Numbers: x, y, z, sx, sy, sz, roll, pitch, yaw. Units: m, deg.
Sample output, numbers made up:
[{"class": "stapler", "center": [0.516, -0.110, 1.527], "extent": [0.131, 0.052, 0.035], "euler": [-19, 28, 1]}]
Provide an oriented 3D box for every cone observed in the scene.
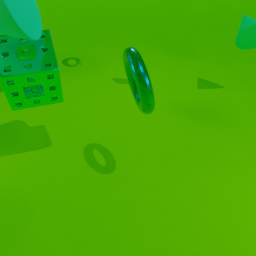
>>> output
[{"class": "cone", "center": [-2.580, -2.094, 5.021], "extent": [1.476, 1.470, 1.470], "euler": [-15, 31, 8]}, {"class": "cone", "center": [4.010, -3.417, 9.347], "extent": [1.110, 1.110, 1.114], "euler": [-3, 61, -4]}]

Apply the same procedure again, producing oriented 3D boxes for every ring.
[{"class": "ring", "center": [0.189, -0.843, 5.058], "extent": [0.249, 1.247, 1.247], "euler": [-18, 34, -3]}]

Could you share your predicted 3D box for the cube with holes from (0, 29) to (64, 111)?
[{"class": "cube with holes", "center": [-2.041, -1.196, 5.865], "extent": [1.096, 1.096, 1.096], "euler": [-12, 63, -14]}]
